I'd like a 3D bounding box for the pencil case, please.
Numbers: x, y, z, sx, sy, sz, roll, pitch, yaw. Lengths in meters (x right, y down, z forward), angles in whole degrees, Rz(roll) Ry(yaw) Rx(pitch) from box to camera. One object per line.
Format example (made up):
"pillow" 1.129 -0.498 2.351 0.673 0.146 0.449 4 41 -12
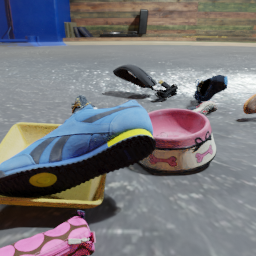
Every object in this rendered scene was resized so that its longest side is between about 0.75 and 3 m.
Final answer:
"pencil case" -1.031 1.473 3.223 1.309 0.594 0.613 -17 5 -34

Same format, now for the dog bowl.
"dog bowl" 0.979 0.171 6.247 1.935 0.713 1.935 -5 26 3

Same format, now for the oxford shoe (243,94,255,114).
"oxford shoe" 4.341 -0.805 8.547 1.692 0.603 0.617 -20 18 -9

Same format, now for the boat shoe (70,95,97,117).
"boat shoe" -1.397 -0.514 7.906 0.699 0.545 1.540 46 15 1

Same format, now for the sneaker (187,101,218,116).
"sneaker" 2.057 -0.370 7.888 1.266 0.510 0.473 -21 63 -28

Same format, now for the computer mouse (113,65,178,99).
"computer mouse" 0.847 -2.110 11.712 2.739 0.630 1.923 32 27 26

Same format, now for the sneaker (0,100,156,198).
"sneaker" -0.911 0.301 4.519 2.677 0.883 1.050 -20 54 0

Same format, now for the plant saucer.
"plant saucer" -1.349 0.683 5.011 2.023 0.490 2.023 3 34 1

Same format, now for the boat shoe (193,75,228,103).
"boat shoe" 2.733 -1.474 9.878 0.699 0.857 2.036 2 -15 -10
